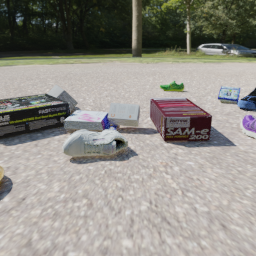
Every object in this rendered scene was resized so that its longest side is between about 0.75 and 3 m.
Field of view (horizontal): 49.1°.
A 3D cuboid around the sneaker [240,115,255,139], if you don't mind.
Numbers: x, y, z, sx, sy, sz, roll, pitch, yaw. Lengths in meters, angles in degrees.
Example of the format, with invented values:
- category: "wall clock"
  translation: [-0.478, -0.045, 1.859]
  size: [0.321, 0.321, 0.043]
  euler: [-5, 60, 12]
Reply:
- category: "sneaker"
  translation: [4.513, -0.098, 9.308]
  size: [0.914, 0.946, 2.268]
  euler: [0, 17, -1]

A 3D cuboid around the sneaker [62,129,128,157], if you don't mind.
- category: "sneaker"
  translation: [-0.885, 0.440, 8.004]
  size: [1.930, 0.723, 0.961]
  euler: [-11, 21, -29]

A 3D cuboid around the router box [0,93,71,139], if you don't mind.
- category: "router box"
  translation: [-4.003, -0.541, 10.680]
  size: [2.968, 0.922, 2.224]
  euler: [-14, 23, -35]

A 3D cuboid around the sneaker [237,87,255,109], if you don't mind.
- category: "sneaker"
  translation: [6.356, -1.612, 13.735]
  size: [2.784, 1.085, 0.976]
  euler: [-14, 23, -37]

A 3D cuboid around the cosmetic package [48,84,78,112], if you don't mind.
- category: "cosmetic package"
  translation: [-3.040, -1.346, 12.882]
  size: [0.794, 0.941, 1.762]
  euler: [-49, 32, -7]

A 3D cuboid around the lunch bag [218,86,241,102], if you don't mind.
- category: "lunch bag"
  translation: [5.325, -1.723, 14.746]
  size: [1.026, 0.769, 1.207]
  euler: [9, 32, 23]

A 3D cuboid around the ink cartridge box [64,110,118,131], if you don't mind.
- category: "ink cartridge box"
  translation: [-1.279, -0.304, 10.592]
  size: [1.822, 0.395, 1.789]
  euler: [2, 14, 3]

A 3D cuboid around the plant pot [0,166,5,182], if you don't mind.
- category: "plant pot"
  translation: [-3.786, 1.257, 6.239]
  size: [1.942, 0.267, 1.942]
  euler: [0, 17, 0]

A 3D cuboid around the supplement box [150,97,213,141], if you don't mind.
- category: "supplement box"
  translation: [1.799, -0.419, 10.359]
  size: [1.597, 0.894, 2.935]
  euler: [-1, 17, -4]

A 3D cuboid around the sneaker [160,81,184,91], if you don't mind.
- category: "sneaker"
  translation: [2.788, -2.687, 17.759]
  size: [1.563, 0.653, 0.579]
  euler: [2, 19, 8]

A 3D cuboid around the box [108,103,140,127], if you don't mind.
- category: "box"
  translation: [-0.130, -0.484, 10.317]
  size: [1.083, 0.528, 0.674]
  euler: [5, 63, 9]
